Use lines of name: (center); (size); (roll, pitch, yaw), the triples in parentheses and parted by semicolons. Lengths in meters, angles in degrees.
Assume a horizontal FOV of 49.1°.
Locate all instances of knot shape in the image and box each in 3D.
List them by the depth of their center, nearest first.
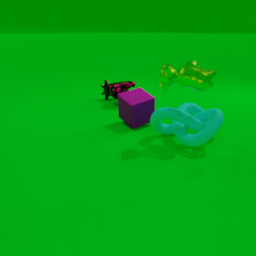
knot shape: (1.438, -0.136, 7.154); (1.738, 0.858, 1.858); (3, 13, 9)

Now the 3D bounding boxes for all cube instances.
cube: (0.239, -0.596, 8.240); (0.808, 0.808, 0.808); (-20, 39, -24)

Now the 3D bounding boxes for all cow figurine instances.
cow figurine: (1.291, -1.102, 6.267); (1.151, 0.632, 1.133); (30, 43, 26)
cow figurine: (-0.460, -1.414, 10.517); (1.478, 0.824, 1.502); (1, 11, 15)
